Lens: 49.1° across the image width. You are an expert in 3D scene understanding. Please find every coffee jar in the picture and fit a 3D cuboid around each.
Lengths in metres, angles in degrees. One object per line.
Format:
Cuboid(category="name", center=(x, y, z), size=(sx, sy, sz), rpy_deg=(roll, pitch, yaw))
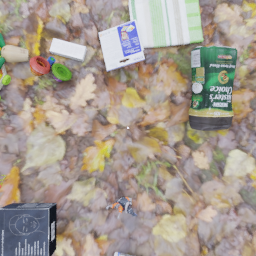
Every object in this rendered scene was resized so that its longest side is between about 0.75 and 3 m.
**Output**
Cuboid(category="coffee jar", center=(3.025, -1.372, 10.072), size=(1.546, 1.265, 2.965), rpy_deg=(-4, 100, -24))

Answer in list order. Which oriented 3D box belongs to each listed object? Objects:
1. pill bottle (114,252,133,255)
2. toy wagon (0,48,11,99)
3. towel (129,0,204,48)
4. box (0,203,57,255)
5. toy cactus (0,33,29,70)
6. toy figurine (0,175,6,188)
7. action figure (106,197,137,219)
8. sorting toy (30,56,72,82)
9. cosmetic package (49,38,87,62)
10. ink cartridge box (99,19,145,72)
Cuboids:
Cuboid(category="pill bottle", center=(0.197, 5.093, 10.101), size=(1.553, 0.883, 0.883), rpy_deg=(13, 86, 1))
Cuboid(category="toy wagon", center=(-5.542, -2.146, 10.852), size=(1.896, 0.483, 2.443), rpy_deg=(27, 86, 2))
Cuboid(category="towel", center=(1.477, -4.223, 11.115), size=(2.798, 0.429, 2.087), rpy_deg=(-5, 88, -3))
Cuboid(category="box", center=(-3.567, 3.680, 10.086), size=(1.758, 1.109, 1.789), rpy_deg=(0, 86, 0))
Cuboid(category="toy cactus", center=(-4.978, -2.948, 10.466), size=(2.372, 1.470, 2.874), rpy_deg=(0, 58, -19))
Cuboid(category="toy figurine", center=(-5.128, 2.130, 10.447), size=(0.566, 0.643, 1.073), rpy_deg=(29, 87, 2))
Cuboid(category="action figure", center=(-0.141, 2.866, 10.173), size=(1.033, 0.999, 0.540), rpy_deg=(23, 121, 29))
Cuboid(category="sorting toy", center=(-3.025, -2.172, 10.682), size=(0.668, 1.627, 0.978), rpy_deg=(-41, 45, 34))
Cuboid(category="cosmetic package", center=(-2.334, -3.056, 10.994), size=(1.329, 0.336, 0.548), rpy_deg=(16, 86, 1))
Cuboid(category="ink cartridge box", center=(-0.227, -3.132, 10.792), size=(1.586, 0.377, 1.605), rpy_deg=(-13, 88, 16))
